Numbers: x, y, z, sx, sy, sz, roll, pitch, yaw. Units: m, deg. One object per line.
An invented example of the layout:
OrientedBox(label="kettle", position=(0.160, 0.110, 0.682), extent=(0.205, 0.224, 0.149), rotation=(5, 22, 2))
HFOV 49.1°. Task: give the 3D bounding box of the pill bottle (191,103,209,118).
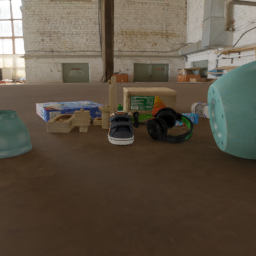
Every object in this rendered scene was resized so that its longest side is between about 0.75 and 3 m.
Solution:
OrientedBox(label="pill bottle", position=(3.615, -0.869, 13.477), extent=(0.676, 0.676, 1.189), rotation=(-6, 14, -26))

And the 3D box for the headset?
OrientedBox(label="headset", position=(1.093, -0.051, 9.336), extent=(2.141, 1.006, 1.322), rotation=(23, 43, 25))

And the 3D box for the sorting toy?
OrientedBox(label="sorting toy", position=(0.641, -0.802, 11.923), extent=(2.868, 0.988, 0.995), rotation=(-10, -3, -37))

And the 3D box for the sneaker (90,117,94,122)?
OrientedBox(label="sneaker", position=(-1.970, -0.368, 11.981), extent=(1.007, 0.302, 0.525), rotation=(-2, 7, -26))

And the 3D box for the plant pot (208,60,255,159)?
OrientedBox(label="plant pot", position=(3.266, -0.420, 7.005), extent=(2.173, 2.708, 2.708), rotation=(-10, 11, 5))

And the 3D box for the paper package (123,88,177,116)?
OrientedBox(label="paper package", position=(1.058, -1.415, 14.570), extent=(2.511, 1.299, 2.393), rotation=(0, 12, -6))

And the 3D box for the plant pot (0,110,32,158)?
OrientedBox(label="plant pot", position=(-3.585, 0.094, 7.816), extent=(1.655, 1.109, 1.655), rotation=(0, 12, 0))

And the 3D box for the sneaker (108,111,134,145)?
OrientedBox(label="sneaker", position=(-0.250, -0.066, 9.298), extent=(0.835, 0.846, 2.129), rotation=(0, 13, -5))

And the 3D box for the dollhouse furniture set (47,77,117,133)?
OrientedBox(label="dollhouse furniture set", position=(-1.707, -1.000, 10.968), extent=(2.391, 1.948, 2.274), rotation=(0, 12, 2))

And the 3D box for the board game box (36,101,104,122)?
OrientedBox(label="board game box", position=(-2.794, -0.863, 13.578), extent=(2.812, 0.610, 2.798), rotation=(-6, 12, -26))

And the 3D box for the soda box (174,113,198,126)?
OrientedBox(label="soda box", position=(2.300, -0.368, 11.719), extent=(1.286, 0.413, 0.436), rotation=(-6, 13, -26))
